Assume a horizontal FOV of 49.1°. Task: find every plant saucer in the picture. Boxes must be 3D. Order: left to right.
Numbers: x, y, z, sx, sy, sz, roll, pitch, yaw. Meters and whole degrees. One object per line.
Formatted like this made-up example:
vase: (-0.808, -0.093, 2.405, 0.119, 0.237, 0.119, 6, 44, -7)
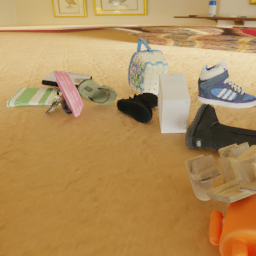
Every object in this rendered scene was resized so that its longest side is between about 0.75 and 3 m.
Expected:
plant saucer: (-2.197, -1.339, 10.578, 0.473, 1.868, 1.868, -28, 32, -11)

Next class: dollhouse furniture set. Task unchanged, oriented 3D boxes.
dollhouse furniture set: (3.028, 1.128, 5.488, 2.796, 1.820, 2.569, -17, -3, -13)

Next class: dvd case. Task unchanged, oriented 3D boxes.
dvd case: (-2.943, -2.431, 14.126, 2.140, 0.263, 2.999, 7, 19, -7)

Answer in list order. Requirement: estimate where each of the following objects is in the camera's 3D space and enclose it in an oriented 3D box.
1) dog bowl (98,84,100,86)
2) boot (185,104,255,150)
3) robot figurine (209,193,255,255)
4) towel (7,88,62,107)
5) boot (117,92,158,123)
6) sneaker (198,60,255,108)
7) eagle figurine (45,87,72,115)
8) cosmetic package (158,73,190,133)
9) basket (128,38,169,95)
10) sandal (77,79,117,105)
dog bowl: (-1.514, -1.697, 12.610, 0.901, 0.332, 0.901, 25, 38, -22)
boot: (3.420, 0.118, 8.613, 2.747, 0.902, 2.264, 9, 37, 27)
robot figurine: (2.219, 1.821, 4.903, 1.097, 1.353, 1.880, 49, 36, 1)
towel: (-3.844, -1.389, 12.587, 2.624, 0.307, 2.002, 0, 26, -2)
boot: (0.688, -0.878, 11.069, 1.606, 0.725, 1.960, -17, 29, -37)
sneaker: (4.246, -1.912, 11.831, 2.530, 1.852, 1.019, 8, 27, 16)
eagle figurine: (-2.772, -1.040, 11.340, 0.980, 1.291, 0.974, -19, -26, 41)
cosmetic package: (1.513, -0.852, 9.549, 0.908, 1.473, 1.478, -3, 44, 1)
basket: (0.840, -2.865, 13.443, 1.757, 2.228, 2.526, -4, 36, -14)
sandal: (-1.172, -1.296, 11.230, 0.643, 0.894, 2.252, 47, 17, 25)
